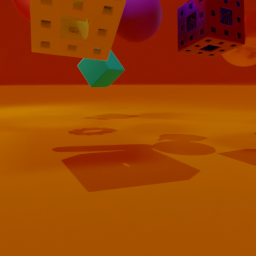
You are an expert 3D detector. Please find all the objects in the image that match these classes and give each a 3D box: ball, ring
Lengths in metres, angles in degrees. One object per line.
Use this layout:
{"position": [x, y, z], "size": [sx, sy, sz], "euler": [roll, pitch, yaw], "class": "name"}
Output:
{"position": [2.941, -2.210, 6.987], "size": [1.321, 1.321, 1.321], "euler": [0, 10, 0], "class": "ball"}
{"position": [0.170, -2.406, 5.984], "size": [1.112, 1.112, 1.112], "euler": [0, 10, 0], "class": "ball"}
{"position": [-1.544, -3.002, 6.064], "size": [1.918, 1.918, 0.384], "euler": [-1, -12, -9], "class": "ring"}

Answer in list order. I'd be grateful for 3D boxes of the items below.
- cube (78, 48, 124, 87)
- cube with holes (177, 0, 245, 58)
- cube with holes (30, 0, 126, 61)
{"position": [-1.022, -2.288, 10.668], "size": [1.079, 1.079, 1.079], "euler": [-40, -14, 30], "class": "cube"}
{"position": [1.507, -1.883, 5.167], "size": [0.847, 0.847, 0.847], "euler": [2, -4, -24], "class": "cube with holes"}
{"position": [-0.919, -2.214, 4.847], "size": [1.364, 1.364, 1.364], "euler": [3, -28, -16], "class": "cube with holes"}
